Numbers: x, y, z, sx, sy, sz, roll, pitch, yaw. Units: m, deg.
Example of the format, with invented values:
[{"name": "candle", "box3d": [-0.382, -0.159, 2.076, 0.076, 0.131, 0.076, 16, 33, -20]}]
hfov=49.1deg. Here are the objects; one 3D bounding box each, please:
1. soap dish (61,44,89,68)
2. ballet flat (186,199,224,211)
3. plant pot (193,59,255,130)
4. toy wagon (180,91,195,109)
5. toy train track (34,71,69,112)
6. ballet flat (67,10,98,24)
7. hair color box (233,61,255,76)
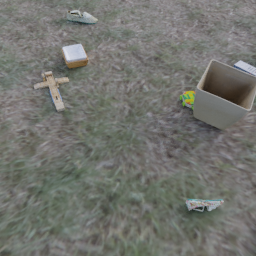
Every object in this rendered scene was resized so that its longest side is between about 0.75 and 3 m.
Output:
[{"name": "soap dish", "box3d": [-2.346, -3.165, 12.384, 0.974, 0.503, 1.238, -14, 48, -13]}, {"name": "ballet flat", "box3d": [2.078, 2.095, 7.602, 1.013, 0.383, 0.324, -1, 76, 5]}, {"name": "plant pot", "box3d": [3.139, -0.982, 9.511, 1.727, 1.529, 1.725, 26, 53, 11]}, {"name": "toy wagon", "box3d": [2.449, -0.999, 10.545, 0.815, 0.208, 1.051, -7, 47, -6]}, {"name": "toy train track", "box3d": [-2.921, -1.578, 10.968, 1.408, 0.399, 2.455, -17, 49, -15]}, {"name": "ballet flat", "box3d": [-2.491, -5.965, 14.995, 1.741, 0.543, 0.587, 9, 48, 8]}, {"name": "hair color box", "box3d": [5.007, -2.424, 11.817, 0.510, 0.308, 1.019, -33, 55, -27]}]
